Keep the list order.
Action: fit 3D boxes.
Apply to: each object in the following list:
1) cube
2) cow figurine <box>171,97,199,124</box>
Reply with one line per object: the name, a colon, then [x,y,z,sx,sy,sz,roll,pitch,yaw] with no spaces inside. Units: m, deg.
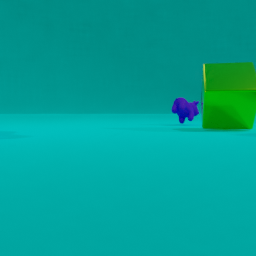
cube: [2.190,-0.707,6.170,1.069,1.069,1.069,1,44,12]
cow figurine: [1.814,-0.646,8.782,0.597,1.070,1.088,-19,-51,36]
